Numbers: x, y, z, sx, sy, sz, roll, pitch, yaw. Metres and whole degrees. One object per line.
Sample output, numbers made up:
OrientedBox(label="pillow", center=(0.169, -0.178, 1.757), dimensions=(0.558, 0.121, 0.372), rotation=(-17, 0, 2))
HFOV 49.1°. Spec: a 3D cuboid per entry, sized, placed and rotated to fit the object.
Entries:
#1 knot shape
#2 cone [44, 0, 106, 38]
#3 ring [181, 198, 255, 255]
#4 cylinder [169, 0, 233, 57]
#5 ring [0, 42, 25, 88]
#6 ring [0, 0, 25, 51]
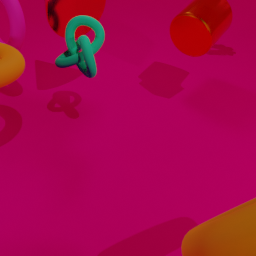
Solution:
OrientedBox(label="knot shape", center=(-0.985, -1.766, 5.968), dimensions=(1.301, 1.217, 0.601), rotation=(25, 10, 39))
OrientedBox(label="cone", center=(-1.638, -3.256, 6.671), dimensions=(1.602, 1.602, 1.608), rotation=(-30, 60, -29))
OrientedBox(label="ring", center=(1.358, 0.725, 2.407), dimensions=(1.938, 1.938, 0.388), rotation=(-18, 67, -18))
OrientedBox(label="cylinder", center=(1.859, -2.633, 7.153), dimensions=(1.180, 1.180, 1.180), rotation=(28, 60, 27))
OrientedBox(label="ring", center=(-2.916, -1.151, 4.963), dimensions=(2.057, 0.411, 2.057), rotation=(6, 31, -3))
OrientedBox(label="ring", center=(-2.954, -2.478, 6.499), dimensions=(1.607, 1.607, 0.321), rotation=(27, 34, 27))
